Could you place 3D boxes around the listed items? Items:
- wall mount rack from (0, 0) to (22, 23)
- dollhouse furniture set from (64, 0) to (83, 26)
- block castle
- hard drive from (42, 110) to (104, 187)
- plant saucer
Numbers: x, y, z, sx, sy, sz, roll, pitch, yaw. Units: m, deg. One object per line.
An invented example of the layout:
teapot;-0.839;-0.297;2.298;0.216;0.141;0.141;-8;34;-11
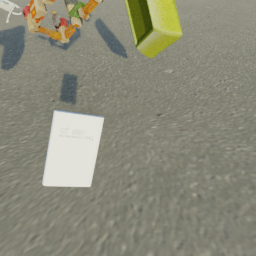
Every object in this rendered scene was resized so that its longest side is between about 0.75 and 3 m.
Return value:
wall mount rack;-2.841;-2.766;6.262;0.983;0.366;0.854;19;-22;-35
dollhouse furniture set;-1.336;-4.170;8.866;1.459;2.056;1.629;-16;-8;-11
block castle;-1.657;-3.142;6.958;1.306;1.955;0.917;3;63;-45
hard drive;-0.653;0.264;3.344;0.587;0.890;0.113;7;11;-26
plant saucer;0.548;-3.613;8.492;0.624;2.608;2.605;-14;4;-14
